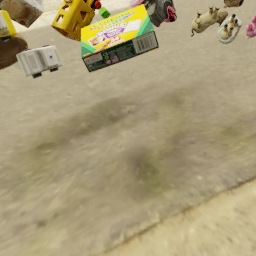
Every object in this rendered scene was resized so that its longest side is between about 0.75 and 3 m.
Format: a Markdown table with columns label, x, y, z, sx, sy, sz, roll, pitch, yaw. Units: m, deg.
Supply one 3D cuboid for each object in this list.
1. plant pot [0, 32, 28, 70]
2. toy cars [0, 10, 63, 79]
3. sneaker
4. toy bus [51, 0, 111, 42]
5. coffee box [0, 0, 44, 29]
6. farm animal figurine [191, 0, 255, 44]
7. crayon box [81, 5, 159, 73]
| label | x | y | z | sx | sy | sz | roll | pitch | yaw |
| --- | --- | --- | --- | --- | --- | --- | --- | --- | --- |
| plant pot | -3.272 | -2.054 | 6.905 | 1.405 | 1.405 | 0.648 | -29 | 84 | -24 |
| toy cars | -2.168 | -1.738 | 5.709 | 0.535 | 2.417 | 1.084 | -12 | 65 | 31 |
| sneaker | 0.956 | -3.567 | 8.107 | 1.223 | 1.013 | 2.565 | 43 | 39 | -9 |
| toy bus | -1.492 | -3.441 | 8.137 | 1.657 | 0.907 | 1.756 | -25 | 62 | 25 |
| coffee box | -3.058 | -3.367 | 7.361 | 0.817 | 1.428 | 0.569 | -27 | 59 | 34 |
| farm animal figurine | 2.599 | -3.283 | 7.493 | 1.824 | 1.136 | 2.259 | 0 | 84 | 10 |
| crayon box | -0.251 | -2.107 | 6.509 | 1.660 | 0.484 | 1.432 | -18 | 45 | 7 |
